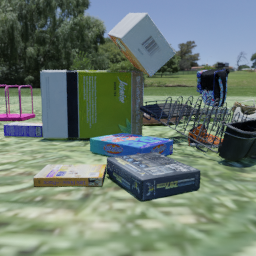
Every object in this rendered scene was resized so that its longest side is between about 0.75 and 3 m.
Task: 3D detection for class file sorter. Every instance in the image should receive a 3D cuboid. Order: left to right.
[{"bbox_3d":[-4.713,-0.962,10.424,2.043,1.281,1.419,0,8,0],"label":"file sorter"}]

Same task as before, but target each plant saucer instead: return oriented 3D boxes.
[{"bbox_3d":[0.744,-0.445,9.597,2.318,0.372,2.318,-3,7,0],"label":"plant saucer"}]

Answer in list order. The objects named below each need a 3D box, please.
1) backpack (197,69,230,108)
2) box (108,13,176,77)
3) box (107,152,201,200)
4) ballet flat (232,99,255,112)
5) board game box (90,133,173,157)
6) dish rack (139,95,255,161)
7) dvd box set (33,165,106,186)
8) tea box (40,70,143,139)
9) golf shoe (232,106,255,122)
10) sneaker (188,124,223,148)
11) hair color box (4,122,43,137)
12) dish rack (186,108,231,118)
[{"bbox_3d":[3.249,-1.491,10.750,0.973,1.447,1.321,7,21,37],"label":"backpack"},{"bbox_3d":[0.233,-1.703,5.619,0.665,0.953,1.251,-42,25,4],"label":"box"},{"bbox_3d":[0.263,0.533,3.360,0.760,0.246,0.964,-3,9,-27],"label":"box"},{"bbox_3d":[5.665,-0.921,12.363,2.034,0.664,0.717,4,12,26],"label":"ballet flat"},{"bbox_3d":[0.053,0.314,4.879,1.173,0.264,0.892,7,10,40],"label":"board game box"},{"bbox_3d":[1.517,-0.206,5.397,1.876,0.667,2.446,-5,27,-42],"label":"dish rack"},{"bbox_3d":[-0.687,0.581,3.496,0.803,0.118,0.588,0,8,-1],"label":"dvd box set"},{"bbox_3d":[-0.787,-0.645,7.120,2.247,1.526,2.284,1,8,-2],"label":"tea box"},{"bbox_3d":[3.152,-0.128,6.274,1.606,0.781,0.629,6,8,28],"label":"golf shoe"},{"bbox_3d":[1.577,0.141,5.484,0.790,0.443,0.306,1,8,5],"label":"sneaker"},{"bbox_3d":[-2.425,0.035,6.782,0.962,0.312,0.526,3,7,6],"label":"hair color box"},{"bbox_3d":[2.820,-0.539,10.334,1.359,0.345,1.583,-3,3,-25],"label":"dish rack"}]
